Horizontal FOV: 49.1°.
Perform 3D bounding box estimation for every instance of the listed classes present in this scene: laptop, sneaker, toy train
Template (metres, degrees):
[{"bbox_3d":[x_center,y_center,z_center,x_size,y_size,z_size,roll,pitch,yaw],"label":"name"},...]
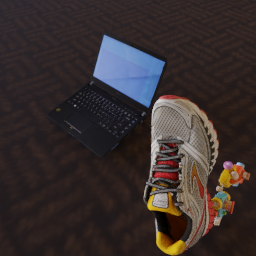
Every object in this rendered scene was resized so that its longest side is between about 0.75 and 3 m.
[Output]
[{"bbox_3d":[-0.603,-0.941,6.897,2.201,1.282,2.483,33,63,31],"label":"laptop"},{"bbox_3d":[0.785,0.779,4.310,1.006,2.584,1.061,1,16,39],"label":"sneaker"},{"bbox_3d":[1.916,1.158,5.117,0.364,0.983,1.309,13,66,39],"label":"toy train"}]
